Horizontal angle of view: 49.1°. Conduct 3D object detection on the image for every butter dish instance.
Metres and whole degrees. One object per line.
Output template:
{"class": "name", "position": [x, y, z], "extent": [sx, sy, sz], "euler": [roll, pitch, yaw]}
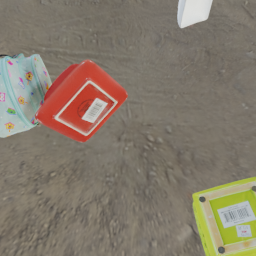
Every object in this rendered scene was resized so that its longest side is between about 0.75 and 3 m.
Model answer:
{"class": "butter dish", "position": [-1.064, -0.681, 5.826], "extent": [1.536, 1.531, 1.135], "euler": [-47, 51, 6]}

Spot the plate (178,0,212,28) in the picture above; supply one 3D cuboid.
{"class": "plate", "position": [1.929, -3.962, 7.584], "extent": [0.346, 2.142, 2.137], "euler": [24, 37, 25]}

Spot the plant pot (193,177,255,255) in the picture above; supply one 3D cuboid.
{"class": "plant pot", "position": [1.573, 1.382, 4.019], "extent": [1.156, 1.049, 1.150], "euler": [-18, 55, 10]}

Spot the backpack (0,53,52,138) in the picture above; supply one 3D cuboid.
{"class": "backpack", "position": [-2.505, -0.784, 6.317], "extent": [1.544, 1.770, 2.014], "euler": [-13, 18, 5]}
